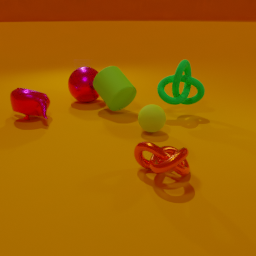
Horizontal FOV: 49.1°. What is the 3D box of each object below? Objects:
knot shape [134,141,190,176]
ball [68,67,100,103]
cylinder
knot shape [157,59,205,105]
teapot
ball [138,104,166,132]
[{"bbox_3d":[0.794,0.621,5.568,1.116,0.551,1.193,13,-5,-39],"label":"knot shape"},{"bbox_3d":[-1.495,-1.538,9.967,1.264,1.264,1.264,0,23,0],"label":"ball"},{"bbox_3d":[-0.424,-1.258,8.941,1.038,1.038,1.038,-18,59,-36],"label":"cylinder"},{"bbox_3d":[1.633,-1.370,8.423,1.445,1.352,0.668,3,11,-21],"label":"knot shape"},{"bbox_3d":[-2.913,-0.677,8.377,1.857,0.909,1.154,13,2,37],"label":"teapot"},{"bbox_3d":[0.639,-0.256,7.459,0.742,0.742,0.742,0,23,0],"label":"ball"}]
